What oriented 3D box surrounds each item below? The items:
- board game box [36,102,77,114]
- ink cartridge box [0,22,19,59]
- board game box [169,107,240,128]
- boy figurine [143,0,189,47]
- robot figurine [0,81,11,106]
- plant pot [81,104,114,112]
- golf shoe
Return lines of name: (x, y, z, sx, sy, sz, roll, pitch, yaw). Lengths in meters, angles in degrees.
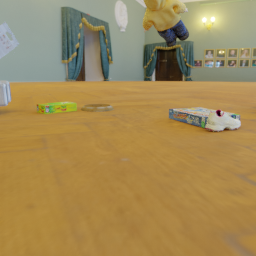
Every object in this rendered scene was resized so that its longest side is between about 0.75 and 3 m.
board game box: (-2.782, -0.800, 10.975, 1.368, 0.326, 0.695, -10, 15, -41)
ink cartridge box: (-4.292, -2.705, 8.967, 0.312, 1.318, 1.055, 41, -15, 18)
board game box: (2.312, -0.355, 8.754, 1.282, 0.326, 1.894, -5, 13, -24)
boy figurine: (1.165, -3.875, 9.640, 1.640, 0.850, 2.637, -24, -32, 23)
robot figurine: (-5.776, -1.270, 10.354, 2.605, 1.471, 2.209, -1, 17, -9)
plant pot: (-1.275, -0.859, 11.641, 1.373, 0.189, 1.373, 1, 12, 0)
golf shoe: (2.614, -0.221, 7.548, 1.233, 0.564, 0.464, -6, 12, -33)
